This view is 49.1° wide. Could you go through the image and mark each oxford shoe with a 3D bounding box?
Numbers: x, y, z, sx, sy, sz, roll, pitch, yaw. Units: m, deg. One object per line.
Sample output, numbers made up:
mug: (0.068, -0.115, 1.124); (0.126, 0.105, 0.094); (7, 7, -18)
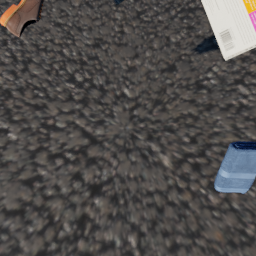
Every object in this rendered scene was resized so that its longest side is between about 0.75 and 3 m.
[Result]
oxford shoe: (-2.496, -3.218, 7.481); (1.854, 0.660, 0.672); (-45, 101, -1)

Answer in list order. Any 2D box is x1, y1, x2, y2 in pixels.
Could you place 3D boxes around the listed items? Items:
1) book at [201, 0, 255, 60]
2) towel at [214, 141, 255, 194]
book: (2.938, -2.680, 5.950); (2.359, 0.567, 1.576); (-21, 85, 24)
towel: (1.891, 0.684, 4.790); (0.633, 1.133, 0.275); (3, 42, 0)
